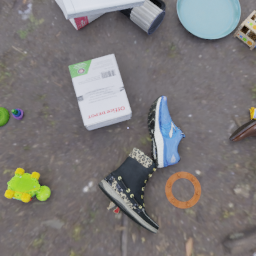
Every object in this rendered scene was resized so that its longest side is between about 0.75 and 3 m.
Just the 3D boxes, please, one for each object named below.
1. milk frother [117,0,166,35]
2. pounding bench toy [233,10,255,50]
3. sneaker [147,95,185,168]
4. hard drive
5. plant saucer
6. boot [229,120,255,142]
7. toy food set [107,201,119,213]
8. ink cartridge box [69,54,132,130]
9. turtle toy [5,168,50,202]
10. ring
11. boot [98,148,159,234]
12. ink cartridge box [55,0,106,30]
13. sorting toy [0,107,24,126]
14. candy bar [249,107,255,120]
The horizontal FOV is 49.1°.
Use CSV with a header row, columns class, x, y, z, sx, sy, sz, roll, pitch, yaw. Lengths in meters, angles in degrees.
class,x,y,z,sx,sy,sz,roll,pitch,yaw
milk frother,0.741,-5.395,11.782,1.869,1.987,1.793,40,80,7
pounding bench toy,5.609,-4.339,12.096,1.167,0.930,1.497,42,81,8
sneaker,1.543,0.107,11.204,1.274,1.122,2.857,-3,83,-13
hard drive,-0.932,-4.339,8.581,2.555,0.341,1.685,-19,82,-21
plant saucer,3.548,-5.227,12.475,2.862,0.392,2.862,0,81,-3
boot,5.862,0.834,11.084,2.683,0.925,2.879,-31,88,5
toy food set,-0.287,2.920,10.948,0.643,0.159,1.012,36,80,7
ink cartridge box,-1.103,-1.410,11.376,1.915,1.105,2.621,-15,78,-3
turtle toy,-3.795,2.325,10.715,1.655,0.837,1.206,14,55,0
ring,2.186,2.445,11.065,1.423,0.137,1.423,0,77,0
boot,0.545,2.348,10.613,2.821,1.018,2.131,43,70,-2
ink cartridge box,-1.700,-5.984,12.331,2.749,1.138,2.014,-34,80,-7
sorting toy,-5.536,-0.527,11.348,2.396,0.825,0.831,-6,78,-1
candy bar,6.176,-0.493,11.630,2.324,0.258,0.580,6,78,1
